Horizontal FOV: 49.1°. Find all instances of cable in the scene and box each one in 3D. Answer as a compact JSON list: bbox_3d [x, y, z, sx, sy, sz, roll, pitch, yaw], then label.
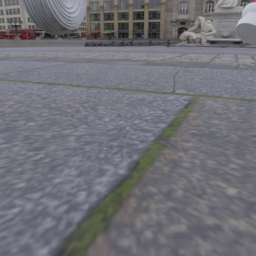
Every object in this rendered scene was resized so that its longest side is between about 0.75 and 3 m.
[{"bbox_3d":[-1.815,-3.493,7.034,0.770,2.225,2.224,-1,-7,19],"label":"cable"}]

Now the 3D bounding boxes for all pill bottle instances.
[{"bbox_3d":[3.043,-2.604,6.080,0.859,1.483,0.859,34,-7,4],"label":"pill bottle"}]
